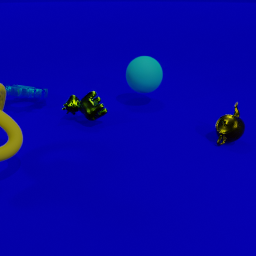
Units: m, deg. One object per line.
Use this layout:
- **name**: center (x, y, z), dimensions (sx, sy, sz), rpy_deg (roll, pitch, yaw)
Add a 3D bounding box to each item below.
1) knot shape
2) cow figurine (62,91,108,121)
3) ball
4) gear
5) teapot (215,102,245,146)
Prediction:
- **knot shape**: center (-2.749, -0.277, 5.480), dimensions (0.801, 1.734, 1.623), rpy_deg (-24, 23, 1)
- **cow figurine**: center (-1.262, -0.561, 7.988), dimensions (1.113, 0.621, 1.131), rpy_deg (-33, 57, 2)
- **ball**: center (0.525, -1.724, 9.106), dimensions (1.182, 1.182, 1.182), rpy_deg (0, 27, 0)
- **gear**: center (-3.368, -1.188, 8.999), dimensions (1.537, 0.284, 1.537), rpy_deg (7, 9, -1)
- **teapot**: center (2.521, -0.066, 6.975), dimensions (0.725, 1.165, 0.571), rpy_deg (24, -8, 48)
